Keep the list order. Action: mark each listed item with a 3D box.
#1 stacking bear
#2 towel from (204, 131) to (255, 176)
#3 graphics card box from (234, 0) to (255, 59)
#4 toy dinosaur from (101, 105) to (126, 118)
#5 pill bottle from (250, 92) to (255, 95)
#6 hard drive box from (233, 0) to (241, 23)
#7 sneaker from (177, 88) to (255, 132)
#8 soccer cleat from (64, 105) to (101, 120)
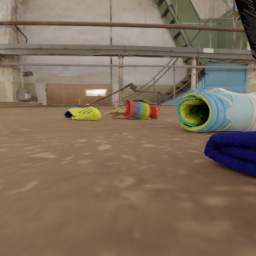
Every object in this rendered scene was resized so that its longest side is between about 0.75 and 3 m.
[{"bbox_3d":[0.585,-0.629,10.526,1.241,0.754,0.706,5,8,-18],"label":"stacking bear"},{"bbox_3d":[1.890,0.241,2.744,1.865,0.462,1.377,-2,-1,-16],"label":"towel"},{"bbox_3d":[2.087,-2.036,3.402,1.592,2.537,0.645,-35,43,11],"label":"graphics card box"},{"bbox_3d":[-0.407,-0.630,11.064,1.787,0.520,0.904,-2,7,-17],"label":"toy dinosaur"},{"bbox_3d":[7.884,-1.465,15.692,1.282,1.282,2.244,-3,6,-29],"label":"pill bottle"},{"bbox_3d":[3.721,-3.625,8.338,1.078,0.414,0.840,-10,-6,18],"label":"hard drive box"},{"bbox_3d":[1.769,-0.497,6.891,1.748,1.065,2.678,0,5,-16],"label":"sneaker"},{"bbox_3d":[-1.638,-0.453,10.084,1.635,0.529,0.684,10,41,39],"label":"soccer cleat"}]
